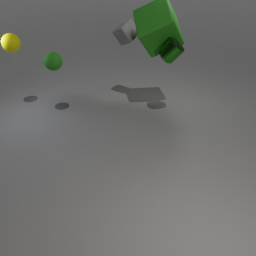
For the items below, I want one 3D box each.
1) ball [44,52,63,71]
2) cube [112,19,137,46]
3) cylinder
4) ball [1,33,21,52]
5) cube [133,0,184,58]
[{"bbox_3d":[-2.853,-2.541,10.670,0.700,0.700,0.700,0,31,0],"label":"ball"},{"bbox_3d":[-0.077,-3.993,11.725,0.700,0.700,0.700,3,48,54],"label":"cube"},{"bbox_3d":[1.596,-2.852,10.348,0.700,0.700,0.700,31,36,-26],"label":"cylinder"},{"bbox_3d":[-4.513,-3.285,10.791,0.700,0.700,0.700,0,31,0],"label":"ball"},{"bbox_3d":[1.174,-3.865,10.782,1.400,1.400,1.400,-19,63,20],"label":"cube"}]
